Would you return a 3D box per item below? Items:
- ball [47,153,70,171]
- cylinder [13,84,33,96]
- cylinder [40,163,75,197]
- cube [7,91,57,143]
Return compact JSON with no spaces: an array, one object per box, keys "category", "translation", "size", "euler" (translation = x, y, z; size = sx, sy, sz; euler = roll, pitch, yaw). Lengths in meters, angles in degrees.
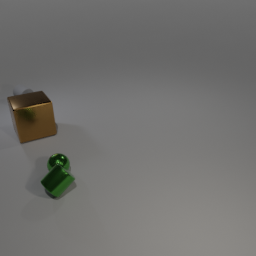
[{"category":"ball","translation":[-2.169,1.139,8.749],"size":[0.700,0.700,0.700],"euler":[0,29,0]},{"category":"cylinder","translation":[-5.040,-1.674,13.499],"size":[0.700,0.700,0.700],"euler":[26,38,30]},{"category":"cylinder","translation":[-1.976,1.468,7.921],"size":[0.700,0.700,0.700],"euler":[-48,45,-9]},{"category":"cube","translation":[-3.719,-0.477,10.861],"size":[1.400,1.400,1.400],"euler":[-16,31,-25]}]
